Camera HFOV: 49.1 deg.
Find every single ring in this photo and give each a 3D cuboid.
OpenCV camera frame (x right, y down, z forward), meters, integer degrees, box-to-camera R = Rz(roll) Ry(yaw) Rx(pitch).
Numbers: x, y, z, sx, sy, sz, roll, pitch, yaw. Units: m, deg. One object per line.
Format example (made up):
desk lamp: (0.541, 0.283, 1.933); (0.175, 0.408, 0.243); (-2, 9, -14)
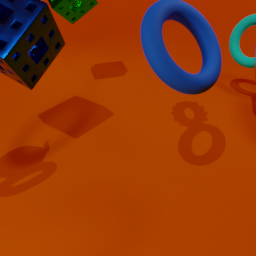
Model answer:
ring: (3.619, -2.481, 8.036); (0.300, 1.498, 1.498); (-12, 34, -41)
ring: (0.908, -1.332, 4.567); (1.645, 1.645, 0.329); (-30, 4, -35)

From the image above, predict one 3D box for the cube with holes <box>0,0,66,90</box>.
cube with holes: (-2.430, -1.931, 5.919); (1.375, 1.375, 1.375); (29, 77, 10)

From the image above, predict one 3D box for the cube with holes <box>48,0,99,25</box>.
cube with holes: (-1.745, -4.002, 8.293); (1.061, 1.061, 1.061); (-33, 76, 16)
